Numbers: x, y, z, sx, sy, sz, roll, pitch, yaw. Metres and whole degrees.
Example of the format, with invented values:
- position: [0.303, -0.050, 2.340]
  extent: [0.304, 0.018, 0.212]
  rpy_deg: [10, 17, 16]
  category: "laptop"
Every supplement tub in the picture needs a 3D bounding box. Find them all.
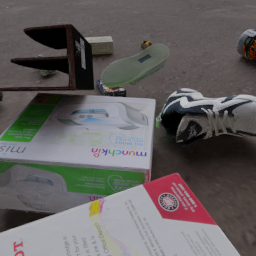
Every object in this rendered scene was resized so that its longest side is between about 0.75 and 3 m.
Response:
- position: [5.272, -3.102, 10.939]
  extent: [1.108, 1.108, 1.809]
  rpy_deg: [-16, 37, -21]
  category: "supplement tub"

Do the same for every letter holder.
- position: [-1.744, -1.381, 6.159]
  extent: [1.663, 1.177, 2.340]
  rpy_deg: [-3, 8, 1]
  category: "letter holder"

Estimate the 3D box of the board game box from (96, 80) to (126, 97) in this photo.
- position: [-0.568, -1.340, 9.241]
  extent: [0.721, 0.184, 1.064]
  rpy_deg: [-12, 37, -16]
  category: "board game box"

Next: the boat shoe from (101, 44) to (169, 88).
- position: [0.261, -1.702, 8.459]
  extent: [2.355, 0.839, 0.822]
  rpy_deg: [-30, 64, -18]
  category: "boat shoe"

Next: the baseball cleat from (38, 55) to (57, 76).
- position: [-3.024, -2.351, 10.539]
  extent: [0.700, 0.458, 1.314]
  rpy_deg: [-5, 45, -17]
  category: "baseball cleat"

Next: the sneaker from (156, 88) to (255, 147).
- position: [1.946, -0.084, 6.656]
  extent: [2.815, 1.124, 1.832]
  rpy_deg: [22, 42, 28]
  category: "sneaker"

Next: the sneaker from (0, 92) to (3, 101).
- position: [-5.039, -1.387, 8.365]
  extent: [2.805, 1.269, 0.932]
  rpy_deg: [14, 38, 18]
  category: "sneaker"

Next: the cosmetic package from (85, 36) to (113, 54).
- position: [-1.409, -3.564, 12.099]
  extent: [1.481, 0.541, 0.767]
  rpy_deg: [-5, 36, -6]
  category: "cosmetic package"

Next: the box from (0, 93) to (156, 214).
- position: [-0.888, 0.457, 5.685]
  extent: [2.780, 1.344, 2.453]
  rpy_deg: [4, 32, 7]
  category: "box"

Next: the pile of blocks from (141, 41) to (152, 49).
- position: [0.985, -3.589, 12.264]
  extent: [0.513, 0.388, 1.250]
  rpy_deg: [-13, 37, -17]
  category: "pile of blocks"

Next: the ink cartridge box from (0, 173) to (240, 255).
- position: [-0.096, 1.960, 3.528]
  extent: [2.724, 1.166, 2.010]
  rpy_deg: [-17, 40, -13]
  category: "ink cartridge box"
